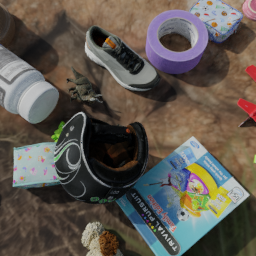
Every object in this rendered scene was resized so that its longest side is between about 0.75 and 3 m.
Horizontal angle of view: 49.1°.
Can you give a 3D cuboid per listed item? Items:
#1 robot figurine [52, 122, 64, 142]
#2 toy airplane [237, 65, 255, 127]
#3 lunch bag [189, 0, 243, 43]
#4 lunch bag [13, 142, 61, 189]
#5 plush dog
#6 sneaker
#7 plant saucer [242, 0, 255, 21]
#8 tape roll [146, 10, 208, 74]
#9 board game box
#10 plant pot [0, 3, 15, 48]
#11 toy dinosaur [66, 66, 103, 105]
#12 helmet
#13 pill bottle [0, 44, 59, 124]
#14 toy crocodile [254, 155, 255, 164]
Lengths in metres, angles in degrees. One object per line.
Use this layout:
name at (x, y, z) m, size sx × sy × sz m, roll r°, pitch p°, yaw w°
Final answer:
robot figurine at (-1.913, 0.167, 8.655) m, size 0.852 × 0.493 × 0.748 m, roll -36°, pitch 77°, yaw -10°
toy airplane at (4.551, -0.947, 9.007) m, size 2.680 × 0.493 × 2.680 m, roll 0°, pitch 71°, yaw 1°
lunch bag at (3.073, -3.855, 9.857) m, size 1.739 × 0.657 × 1.393 m, roll 40°, pitch 75°, yaw 12°
lunch bag at (-2.514, 1.091, 8.171) m, size 1.430 × 0.872 × 1.218 m, roll -9°, pitch 72°, yaw 3°
plush dog at (-0.602, 3.506, 6.929) m, size 1.634 × 1.749 × 2.036 m, roll 15°, pitch 73°, yaw 5°
sneaker at (-0.251, -2.228, 9.070) m, size 2.944 × 1.167 × 1.088 m, roll 36°, pitch 74°, yaw 9°
plant saucer at (4.721, -4.389, 10.225) m, size 1.001 × 0.254 × 1.001 m, roll 0°, pitch 72°, yaw 1°
tape roll at (1.608, -2.896, 9.444) m, size 1.984 × 0.843 × 1.984 m, roll 0°, pitch 72°, yaw -1°
board game box at (1.448, 1.971, 7.812) m, size 2.928 × 0.687 × 2.211 m, roll -36°, pitch 67°, yaw -11°
plant pot at (-5.122, -3.768, 9.159) m, size 2.211 × 1.928 × 2.211 m, roll 0°, pitch 71°, yaw 0°
toy dinosaur at (-1.503, -1.288, 9.124) m, size 0.880 × 0.662 × 1.720 m, roll -9°, pitch 54°, yaw -22°
helmet at (-0.808, 0.749, 7.471) m, size 2.487 × 2.371 × 2.487 m, roll 10°, pitch 69°, yaw -28°
pill bottle at (-3.561, -1.394, 8.607) m, size 2.681 × 1.525 × 1.525 m, roll 36°, pitch 76°, yaw 10°
toy crocodile at (4.546, 1.087, 8.428) m, size 1.469 × 0.454 × 0.496 m, roll 9°, pitch 73°, yaw 7°
